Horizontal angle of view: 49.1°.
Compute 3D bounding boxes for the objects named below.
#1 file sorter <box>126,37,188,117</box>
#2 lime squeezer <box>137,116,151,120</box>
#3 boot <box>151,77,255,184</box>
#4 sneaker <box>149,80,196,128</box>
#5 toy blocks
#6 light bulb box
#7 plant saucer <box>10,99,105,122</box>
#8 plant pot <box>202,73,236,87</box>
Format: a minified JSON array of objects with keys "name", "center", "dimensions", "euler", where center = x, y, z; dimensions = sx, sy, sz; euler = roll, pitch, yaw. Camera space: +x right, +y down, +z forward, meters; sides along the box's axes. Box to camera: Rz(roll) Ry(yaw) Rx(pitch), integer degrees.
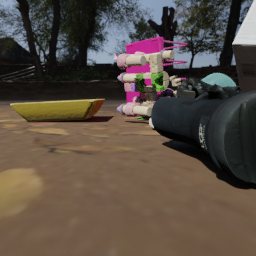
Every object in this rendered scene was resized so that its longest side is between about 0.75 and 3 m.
[{"name":"file sorter","center":[1.161,-1.813,10.575],"dimensions":[1.708,2.724,1.893],"euler":[-7,10,-36]},{"name":"lime squeezer","center":[1.130,-0.420,9.211],"dimensions":[1.680,0.317,0.593],"euler":[0,1,4]},{"name":"boot","center":[1.926,-0.227,3.618],"dimensions":[2.920,1.115,2.453],"euler":[-8,11,-7]},{"name":"sneaker","center":[1.192,-0.465,6.096],"dimensions":[0.767,1.112,1.998],"euler":[-1,5,-29]},{"name":"toy blocks","center":[0.384,-1.443,8.655],"dimensions":[1.690,1.876,2.007],"euler":[8,25,41]},{"name":"light bulb box","center":[2.682,-1.534,5.153],"dimensions":[0.889,1.425,1.413],"euler":[16,-24,36]},{"name":"plant saucer","center":[-2.148,-0.604,9.319],"dimensions":[2.514,0.609,2.514],"euler":[-2,6,3]},{"name":"plant pot","center":[2.372,-0.825,8.232],"dimensions":[1.066,1.328,1.328],"euler":[-26,21,-33]}]
